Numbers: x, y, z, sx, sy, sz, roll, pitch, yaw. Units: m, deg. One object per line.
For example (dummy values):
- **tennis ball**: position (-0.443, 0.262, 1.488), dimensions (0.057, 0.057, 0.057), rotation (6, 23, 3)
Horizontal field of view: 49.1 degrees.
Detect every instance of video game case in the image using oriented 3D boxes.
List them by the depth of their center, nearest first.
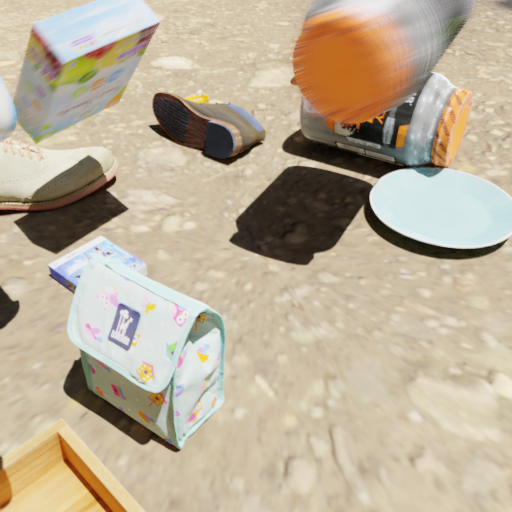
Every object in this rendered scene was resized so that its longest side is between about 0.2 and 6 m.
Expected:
- **video game case**: position (-2.334, 0.201, 8.261), dimensions (1.070, 0.243, 0.970), rotation (27, 46, 30)

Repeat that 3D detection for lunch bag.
- **lunch bag**: position (-1.158, 0.955, 6.041), dimensions (1.519, 1.783, 1.087), rotation (24, 44, 26)

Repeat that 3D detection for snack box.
- **snack box**: position (-2.390, -2.567, 7.713), dimensions (0.658, 1.945, 1.641), rotation (51, 54, -4)

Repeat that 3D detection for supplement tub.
- **supplement tub**: position (1.717, -3.065, 7.456), dimensions (1.730, 1.730, 2.823), rotation (20, 50, 23)
- **supplement tub**: position (2.465, -2.755, 10.771), dimensions (2.919, 1.789, 1.789), rotation (20, 42, 24)

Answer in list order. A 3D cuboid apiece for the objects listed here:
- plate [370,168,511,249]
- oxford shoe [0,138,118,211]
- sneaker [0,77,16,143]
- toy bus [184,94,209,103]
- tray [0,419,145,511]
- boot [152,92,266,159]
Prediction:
- **plate**: position (3.138, -0.780, 9.469), dimensions (2.447, 0.313, 2.447), rotation (-1, 39, 0)
- **oxford shoe**: position (-4.030, -1.487, 9.623), dimensions (3.291, 1.215, 1.165), rotation (-19, 42, -22)
- **sneaker**: position (-3.054, -2.051, 5.415), dimensions (0.762, 2.119, 0.768), rotation (-24, 12, 0)
- **toy bus**: position (-1.512, -3.457, 12.888), dimensions (0.948, 0.308, 0.371), rotation (-21, 42, -24)
- **tray**: position (-2.559, 2.990, 4.393), dimensions (1.706, 0.640, 3.458), rotation (31, 48, 33)
- **boot**: position (-1.005, -2.781, 11.716), dimensions (2.527, 0.944, 1.225), rotation (35, 37, 27)
